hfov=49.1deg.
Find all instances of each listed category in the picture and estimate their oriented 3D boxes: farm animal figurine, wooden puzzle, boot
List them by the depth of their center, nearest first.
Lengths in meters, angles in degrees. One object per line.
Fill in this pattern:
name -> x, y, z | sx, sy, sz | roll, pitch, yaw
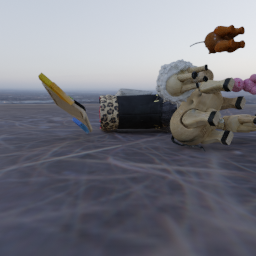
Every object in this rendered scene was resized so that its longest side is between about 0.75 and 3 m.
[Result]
farm animal figurine -> 1.495, -0.472, 5.055 | 1.229, 2.358, 2.332 | 0, 37, 49
wooden puzzle -> -1.178, -0.452, 5.678 | 1.261, 0.219, 1.869 | 40, -13, 3
boot -> 0.284, -0.454, 7.632 | 2.128, 1.034, 2.826 | -2, 9, -5

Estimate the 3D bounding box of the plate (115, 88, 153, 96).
plate -> 0.089, -0.829, 7.794 | 0.941, 0.152, 0.943 | 4, -17, -19
